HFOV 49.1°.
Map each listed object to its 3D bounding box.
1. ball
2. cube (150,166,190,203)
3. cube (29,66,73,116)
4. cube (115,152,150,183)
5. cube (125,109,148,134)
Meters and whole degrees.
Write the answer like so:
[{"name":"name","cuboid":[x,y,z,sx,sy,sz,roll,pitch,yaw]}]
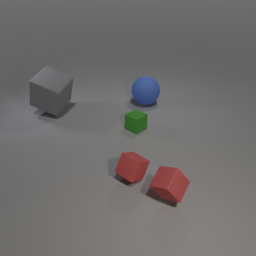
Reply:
[{"name":"ball","cuboid":[0.872,-1.848,13.782,1.400,1.400,1.400,0,30,0]},{"name":"cube","cuboid":[1.181,1.571,7.901,0.700,0.700,0.700,0,50,50]},{"name":"cube","cuboid":[-3.447,-1.666,12.634,1.400,1.400,1.400,22,44,4]},{"name":"cube","cuboid":[0.140,1.217,8.845,0.700,0.700,0.700,27,12,30]},{"name":"cube","cuboid":[0.339,-0.275,11.836,0.700,0.700,0.700,25,38,37]}]
